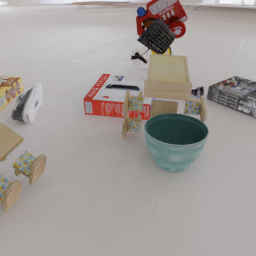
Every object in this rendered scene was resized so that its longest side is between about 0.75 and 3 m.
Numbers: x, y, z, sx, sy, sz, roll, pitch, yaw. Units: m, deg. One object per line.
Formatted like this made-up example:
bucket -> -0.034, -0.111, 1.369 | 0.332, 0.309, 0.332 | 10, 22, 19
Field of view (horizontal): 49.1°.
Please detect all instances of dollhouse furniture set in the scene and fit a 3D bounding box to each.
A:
dollhouse furniture set -> -3.527, 0.762, 5.967 | 2.443, 1.852, 2.788 | 33, 50, 4
dollhouse furniture set -> 1.054, -0.528, 8.187 | 2.469, 2.688, 1.749 | 5, 37, 5

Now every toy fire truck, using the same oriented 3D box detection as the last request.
toy fire truck -> 1.288, -4.527, 11.587 | 2.203, 1.850, 1.235 | -21, 53, 26

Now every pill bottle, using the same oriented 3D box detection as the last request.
pill bottle -> 1.346, -4.033, 15.605 | 2.150, 1.229, 1.229 | -18, 35, -28

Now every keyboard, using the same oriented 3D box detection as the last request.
keyboard -> 0.927, -2.967, 10.179 | 0.270, 1.664, 2.619 | 49, 19, 12

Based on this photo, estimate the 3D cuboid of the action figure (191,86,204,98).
action figure -> 2.636, -1.550, 12.190 | 1.292, 0.448, 0.841 | 4, 37, 13

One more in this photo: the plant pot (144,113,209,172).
plant pot -> 1.316, 0.490, 7.926 | 1.751, 1.173, 1.751 | 0, 30, 0

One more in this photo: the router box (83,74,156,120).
router box -> -0.166, -1.377, 11.576 | 2.568, 0.699, 2.862 | 5, 31, 9

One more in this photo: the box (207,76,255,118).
box -> 4.961, -1.327, 11.541 | 2.057, 0.649, 2.609 | -23, 37, -34

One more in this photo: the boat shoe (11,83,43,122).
boat shoe -> -3.913, -1.019, 10.915 | 0.826, 0.874, 2.437 | 0, 37, -3

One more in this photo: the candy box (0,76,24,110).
candy box -> -5.596, -1.470, 11.764 | 1.429, 0.691, 2.449 | 4, 32, 6
